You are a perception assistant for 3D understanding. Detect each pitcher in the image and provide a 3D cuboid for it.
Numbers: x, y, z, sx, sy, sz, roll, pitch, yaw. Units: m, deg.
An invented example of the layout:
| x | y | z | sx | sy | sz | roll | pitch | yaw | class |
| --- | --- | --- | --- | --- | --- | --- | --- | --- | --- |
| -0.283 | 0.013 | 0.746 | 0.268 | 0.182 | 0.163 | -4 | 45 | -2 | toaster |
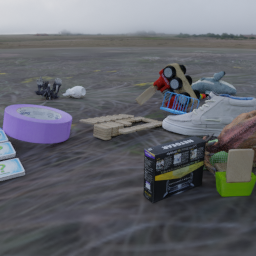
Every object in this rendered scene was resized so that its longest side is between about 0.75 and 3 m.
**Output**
| x | y | z | sx | sy | sz | roll | pitch | yaw | class |
| --- | --- | --- | --- | --- | --- | --- | --- | --- | --- |
| -2.528 | -1.645 | 13.159 | 0.914 | 0.554 | 0.784 | 0 | 22 | 28 | pitcher |

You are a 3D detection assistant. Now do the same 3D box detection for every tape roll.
| x | y | z | sx | sy | sz | roll | pitch | yaw | class |
| --- | --- | --- | --- | --- | --- | --- | --- | --- | --- |
| -2.649 | -0.161 | 8.288 | 1.893 | 0.621 | 1.893 | 11 | 15 | -3 | tape roll |

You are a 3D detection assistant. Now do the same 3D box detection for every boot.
| x | y | z | sx | sy | sz | roll | pitch | yaw | class |
| --- | --- | --- | --- | --- | --- | --- | --- | --- | --- |
| 2.460 | -0.490 | 8.672 | 2.792 | 1.334 | 1.027 | 5 | 20 | 19 | boot |

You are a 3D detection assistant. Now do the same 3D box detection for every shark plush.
| x | y | z | sx | sy | sz | roll | pitch | yaw | class |
| --- | --- | --- | --- | --- | --- | --- | --- | --- | --- |
| 3.792 | -1.967 | 13.567 | 2.719 | 1.235 | 1.132 | 1 | 50 | -10 | shark plush |

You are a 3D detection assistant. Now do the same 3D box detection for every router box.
| x | y | z | sx | sy | sz | roll | pitch | yaw | class |
| --- | --- | --- | --- | --- | --- | --- | --- | --- | --- |
| 0.938 | 0.800 | 5.591 | 1.317 | 1.036 | 0.344 | -11 | 23 | -30 | router box |

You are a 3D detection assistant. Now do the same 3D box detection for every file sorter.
| x | y | z | sx | sy | sz | roll | pitch | yaw | class |
| --- | --- | --- | --- | --- | --- | --- | --- | --- | --- |
| 1.802 | -0.810 | 9.658 | 1.064 | 0.653 | 0.738 | 8 | 10 | -33 | file sorter |

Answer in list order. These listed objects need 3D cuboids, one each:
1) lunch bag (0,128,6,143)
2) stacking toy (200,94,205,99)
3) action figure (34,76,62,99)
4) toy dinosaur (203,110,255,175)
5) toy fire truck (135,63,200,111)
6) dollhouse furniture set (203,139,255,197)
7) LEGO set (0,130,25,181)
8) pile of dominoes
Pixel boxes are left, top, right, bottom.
| x | y | z | sx | sy | sz | roll | pitch | yaw | class |
| --- | --- | --- | --- | --- | --- | --- | --- | --- | --- |
| -4.043 | 0.309 | 7.816 | 1.139 | 0.469 | 0.915 | -12 | 20 | -33 | lunch bag |
| 3.305 | -1.439 | 12.952 | 0.766 | 0.327 | 0.327 | -7 | 20 | -37 | stacking toy |
| -3.767 | -1.939 | 13.277 | 1.176 | 1.010 | 1.979 | 6 | 16 | -14 | action figure |
| 2.239 | 0.190 | 5.766 | 1.673 | 2.468 | 1.059 | -10 | 59 | -22 | toy dinosaur |
| 1.495 | -1.328 | 11.155 | 1.302 | 1.781 | 2.024 | -21 | -10 | -45 | toy fire truck |
| 2.418 | 0.390 | 6.472 | 1.566 | 1.200 | 2.391 | -2 | 20 | -5 | dollhouse furniture set |
| -3.987 | 0.594 | 6.196 | 2.772 | 0.680 | 2.070 | -11 | 36 | -33 | LEGO set |
| -0.174 | -0.046 | 9.280 | 1.862 | 0.380 | 2.389 | 15 | 17 | 37 | pile of dominoes |
